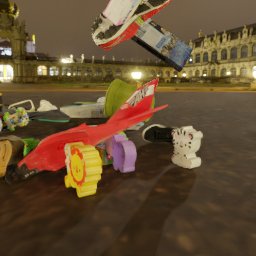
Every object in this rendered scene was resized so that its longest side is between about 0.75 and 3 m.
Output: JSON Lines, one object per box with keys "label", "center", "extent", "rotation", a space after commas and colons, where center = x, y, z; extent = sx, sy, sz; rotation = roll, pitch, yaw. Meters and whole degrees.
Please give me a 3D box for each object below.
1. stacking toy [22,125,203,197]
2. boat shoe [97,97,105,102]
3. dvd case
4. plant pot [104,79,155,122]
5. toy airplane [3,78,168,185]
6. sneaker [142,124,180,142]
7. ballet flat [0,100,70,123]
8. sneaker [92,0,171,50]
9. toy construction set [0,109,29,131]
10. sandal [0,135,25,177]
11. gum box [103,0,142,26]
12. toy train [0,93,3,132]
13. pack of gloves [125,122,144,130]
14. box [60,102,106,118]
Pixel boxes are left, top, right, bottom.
{"label": "stacking toy", "center": [-0.451, 0.279, 5.109], "extent": [2.240, 0.698, 2.970], "rotation": [-6, 11, -35]}
{"label": "boat shoe", "center": [-0.300, -1.367, 14.750], "extent": [2.638, 0.949, 0.867], "rotation": [-8, 14, 2]}
{"label": "dvd case", "center": [1.174, -3.353, 10.767], "extent": [2.678, 0.235, 1.911], "rotation": [34, 45, -2]}
{"label": "plant pot", "center": [0.133, -0.901, 10.473], "extent": [1.512, 1.570, 1.570], "rotation": [16, 15, 20]}
{"label": "toy airplane", "center": [-0.587, 0.081, 4.478], "extent": [2.911, 0.535, 2.911], "rotation": [-29, 4, 2]}
{"label": "sneaker", "center": [0.969, 0.149, 6.686], "extent": [1.160, 0.424, 0.649], "rotation": [-4, 9, -30]}
{"label": "ballet flat", "center": [-3.322, -0.604, 10.095], "extent": [2.422, 0.885, 0.885], "rotation": [-2, 9, -13]}
{"label": "sneaker", "center": [0.130, -3.242, 8.021], "extent": [2.679, 1.032, 1.137], "rotation": [-34, -11, 2]}
{"label": "toy construction set", "center": [-3.529, -0.280, 8.724], "extent": [0.889, 0.625, 1.356], "rotation": [-27, 8, -13]}
{"label": "sandal", "center": [-1.975, 0.492, 4.264], "extent": [0.480, 0.714, 1.778], "rotation": [23, 7, 5]}
{"label": "gum box", "center": [0.064, -3.139, 6.544], "extent": [0.453, 1.369, 0.777], "rotation": [40, 34, 0]}
{"label": "toy train", "center": [-4.392, -0.515, 6.823], "extent": [2.955, 1.684, 1.259], "rotation": [3, 9, 17]}
{"label": "pack of gloves", "center": [0.028, 0.001, 8.681], "extent": [0.906, 0.179, 0.761], "rotation": [-1, 18, 23]}
{"label": "box", "center": [-1.684, -0.842, 12.574], "extent": [1.984, 0.499, 2.748], "rotation": [1, 8, 3]}
